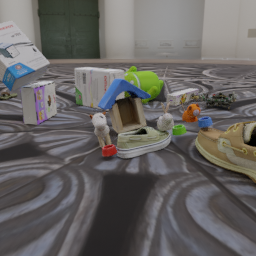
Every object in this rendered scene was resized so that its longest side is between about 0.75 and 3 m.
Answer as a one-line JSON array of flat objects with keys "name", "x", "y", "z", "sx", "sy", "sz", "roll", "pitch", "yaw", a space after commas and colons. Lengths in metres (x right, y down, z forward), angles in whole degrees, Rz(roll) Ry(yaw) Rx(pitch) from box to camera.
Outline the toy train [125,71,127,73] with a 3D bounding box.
[{"name": "toy train", "x": -0.110, "y": -2.017, "z": 13.233, "sx": 1.398, "sy": 1.046, "sz": 2.454, "roll": 23, "pitch": 23, "yaw": 25}]

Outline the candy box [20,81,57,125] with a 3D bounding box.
[{"name": "candy box", "x": -2.768, "y": -0.824, "z": 8.822, "sx": 0.482, "sy": 1.131, "sz": 1.349, "roll": 3, "pitch": 17, "yaw": 11}]

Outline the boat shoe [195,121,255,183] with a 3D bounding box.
[{"name": "boat shoe", "x": 2.340, "y": 0.353, "z": 5.213, "sx": 1.060, "sy": 0.951, "sz": 2.863, "roll": -8, "pitch": 18, "yaw": -25}]

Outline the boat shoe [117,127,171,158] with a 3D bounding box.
[{"name": "boat shoe", "x": 0.420, "y": 0.240, "z": 6.358, "sx": 0.595, "sy": 0.513, "sz": 1.654, "roll": 15, "pitch": 22, "yaw": 41}]

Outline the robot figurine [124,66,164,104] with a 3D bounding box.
[{"name": "robot figurine", "x": 0.460, "y": -1.723, "z": 11.634, "sx": 2.114, "sy": 1.223, "sz": 1.854, "roll": -10, "pitch": 48, "yaw": -34}]

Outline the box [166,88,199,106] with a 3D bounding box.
[{"name": "box", "x": 2.308, "y": -1.313, "z": 11.689, "sx": 0.450, "sy": 0.420, "sz": 2.170, "roll": 12, "pitch": 20, "yaw": 34}]

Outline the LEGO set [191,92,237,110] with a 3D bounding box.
[{"name": "LEGO set", "x": 3.348, "y": -1.042, "z": 10.845, "sx": 1.511, "sy": 0.659, "sz": 2.327, "roll": 2, "pitch": 4, "yaw": 1}]

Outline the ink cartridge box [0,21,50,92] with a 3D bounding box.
[{"name": "ink cartridge box", "x": -3.293, "y": -2.055, "z": 7.933, "sx": 1.233, "sy": 1.684, "sz": 0.723, "roll": -42, "pitch": 2, "yaw": -42}]

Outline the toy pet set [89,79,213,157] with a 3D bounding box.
[{"name": "toy pet set", "x": 0.269, "y": -0.574, "z": 6.868, "sx": 2.563, "sy": 1.361, "sz": 2.393, "roll": -16, "pitch": 14, "yaw": -12}]

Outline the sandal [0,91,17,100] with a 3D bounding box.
[{"name": "sandal", "x": -5.385, "y": -1.461, "z": 12.332, "sx": 0.468, "sy": 0.337, "sz": 1.180, "roll": 5, "pitch": 17, "yaw": 17}]

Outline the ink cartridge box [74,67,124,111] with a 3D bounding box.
[{"name": "ink cartridge box", "x": -1.089, "y": -1.518, "z": 10.616, "sx": 1.967, "sy": 1.424, "sz": 0.826, "roll": 14, "pitch": 22, "yaw": 40}]
